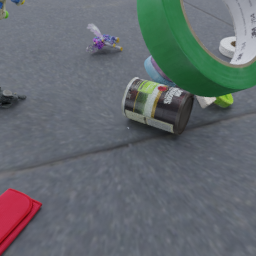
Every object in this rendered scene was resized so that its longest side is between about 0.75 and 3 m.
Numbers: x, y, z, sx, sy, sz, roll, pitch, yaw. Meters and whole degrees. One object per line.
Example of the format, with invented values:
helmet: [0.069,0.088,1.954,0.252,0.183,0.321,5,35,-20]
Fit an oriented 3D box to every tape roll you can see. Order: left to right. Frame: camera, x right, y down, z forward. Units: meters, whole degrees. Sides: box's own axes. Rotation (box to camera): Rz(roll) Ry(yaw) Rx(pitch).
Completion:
tape roll: [0.943,-1.238,3.107,1.765,1.765,0.424,-29,7,-30]
tape roll: [4.405,-3.122,10.932,1.629,0.298,1.629,0,40,0]

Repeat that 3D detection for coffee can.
coffee can: [0.765,-0.572,7.179,1.533,1.122,1.122,19,43,22]

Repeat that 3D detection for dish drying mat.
dish drying mat: [-2.543,1.989,4.765,0.882,0.209,2.297,16,42,21]

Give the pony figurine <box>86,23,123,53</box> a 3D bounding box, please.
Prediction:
pony figurine: [-0.992,-3.336,10.816,1.301,1.083,1.256,14,9,22]

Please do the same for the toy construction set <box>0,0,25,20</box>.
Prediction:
toy construction set: [-2.689,-2.584,5.026,1.689,1.107,0.778,42,17,16]

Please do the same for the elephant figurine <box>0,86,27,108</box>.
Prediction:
elephant figurine: [-3.470,-0.876,8.053,0.845,0.598,0.655,16,69,-4]

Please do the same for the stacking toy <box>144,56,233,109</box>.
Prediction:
stacking toy: [1.683,-1.268,8.052,2.562,1.082,2.319,-12,65,-49]
